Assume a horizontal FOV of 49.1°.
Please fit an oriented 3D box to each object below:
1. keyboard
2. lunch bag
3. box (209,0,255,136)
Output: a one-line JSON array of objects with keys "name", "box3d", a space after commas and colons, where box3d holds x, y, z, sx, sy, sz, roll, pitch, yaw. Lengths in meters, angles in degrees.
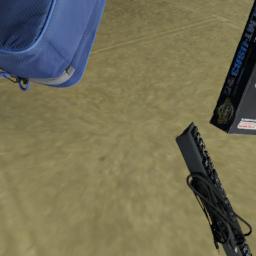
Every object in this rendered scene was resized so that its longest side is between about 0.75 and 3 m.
[{"name": "keyboard", "box3d": [1.079, 0.831, 3.010, 0.369, 1.862, 0.969, -23, 5, 28]}, {"name": "lunch bag", "box3d": [-1.431, -1.843, 4.624, 1.710, 1.665, 2.517, 16, 85, 18]}, {"name": "box", "box3d": [2.375, -0.823, 4.324, 1.971, 1.956, 0.490, 4, 21, -32]}]
